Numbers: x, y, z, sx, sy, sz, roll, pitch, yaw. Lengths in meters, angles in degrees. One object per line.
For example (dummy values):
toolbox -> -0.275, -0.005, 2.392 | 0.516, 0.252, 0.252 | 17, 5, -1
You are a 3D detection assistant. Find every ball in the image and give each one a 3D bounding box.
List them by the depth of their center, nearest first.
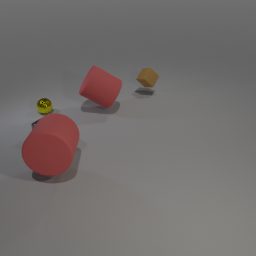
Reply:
ball -> -3.684, -0.977, 12.372 | 0.700, 0.700, 0.700 | 0, 29, 0

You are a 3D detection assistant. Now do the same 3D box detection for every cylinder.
cylinder -> -2.218, 0.455, 8.253 | 1.400, 1.400, 1.400 | -1, 24, -1
cylinder -> -1.187, -1.765, 12.101 | 1.400, 1.400, 1.400 | 26, 23, -19

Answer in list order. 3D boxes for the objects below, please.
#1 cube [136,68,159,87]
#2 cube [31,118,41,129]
cube -> 0.989, -2.511, 13.993 | 0.700, 0.700, 0.700 | 12, 69, 55
cube -> -3.071, 0.073, 10.492 | 0.700, 0.700, 0.700 | 14, 32, 24
